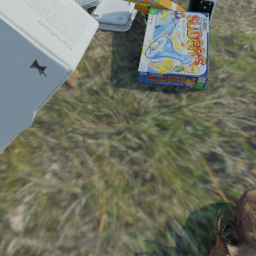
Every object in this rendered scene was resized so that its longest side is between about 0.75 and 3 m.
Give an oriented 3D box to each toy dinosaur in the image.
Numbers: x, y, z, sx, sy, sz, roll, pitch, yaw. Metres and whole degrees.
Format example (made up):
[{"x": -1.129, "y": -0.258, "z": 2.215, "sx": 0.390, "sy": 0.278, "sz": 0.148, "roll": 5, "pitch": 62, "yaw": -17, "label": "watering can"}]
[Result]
[{"x": 2.284, "y": 1.721, "z": 5.164, "sx": 1.513, "sy": 0.958, "sz": 2.232, "roll": 16, "pitch": 46, "yaw": 24, "label": "toy dinosaur"}]

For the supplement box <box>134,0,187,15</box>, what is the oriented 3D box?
[{"x": 1.106, "y": -4.027, "z": 9.458, "sx": 1.731, "sy": 0.576, "sz": 0.596, "roll": 19, "pitch": 51, "yaw": -12, "label": "supplement box"}]

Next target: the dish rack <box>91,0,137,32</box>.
[{"x": -0.520, "y": -4.180, "z": 10.043, "sx": 1.552, "sy": 0.394, "sz": 1.808, "roll": 11, "pitch": 52, "yaw": 10, "label": "dish rack"}]

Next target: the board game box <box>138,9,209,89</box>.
[{"x": 1.437, "y": -2.491, "z": 8.501, "sx": 1.927, "sy": 0.490, "sz": 2.846, "roll": 7, "pitch": 58, "yaw": 5, "label": "board game box"}]

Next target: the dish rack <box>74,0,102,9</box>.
[{"x": -1.500, "y": -4.662, "z": 10.275, "sx": 1.146, "sy": 0.291, "sz": 1.335, "roll": -19, "pitch": 43, "yaw": 0, "label": "dish rack"}]

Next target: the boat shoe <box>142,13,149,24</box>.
[{"x": 0.737, "y": -4.168, "z": 10.045, "sx": 0.421, "sy": 0.347, "sz": 1.228, "roll": -6, "pitch": 52, "yaw": -4, "label": "boat shoe"}]

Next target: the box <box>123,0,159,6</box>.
[{"x": 0.409, "y": -4.067, "z": 7.460, "sx": 0.845, "sy": 1.384, "sz": 1.334, "roll": 7, "pitch": 21, "yaw": -14, "label": "box"}]

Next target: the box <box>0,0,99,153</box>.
[{"x": -2.239, "y": -1.234, "z": 4.147, "sx": 2.503, "sy": 2.490, "sz": 1.636, "roll": 37, "pitch": 36, "yaw": -21, "label": "box"}]

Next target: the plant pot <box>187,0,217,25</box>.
[{"x": 2.629, "y": -4.237, "z": 9.812, "sx": 0.876, "sy": 0.878, "sz": 0.895, "roll": 22, "pitch": 49, "yaw": 16, "label": "plant pot"}]
